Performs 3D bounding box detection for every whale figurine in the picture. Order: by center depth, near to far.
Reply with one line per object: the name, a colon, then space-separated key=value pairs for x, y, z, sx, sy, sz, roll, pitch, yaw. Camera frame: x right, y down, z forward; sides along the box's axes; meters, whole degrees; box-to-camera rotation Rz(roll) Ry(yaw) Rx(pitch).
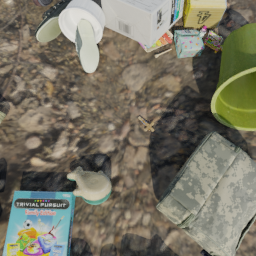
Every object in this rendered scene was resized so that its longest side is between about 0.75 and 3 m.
whale figurine: x=-1.196 y=1.784 z=8.666 sx=1.510 sy=0.784 sz=1.202 roll=24 pitch=43 yaw=32

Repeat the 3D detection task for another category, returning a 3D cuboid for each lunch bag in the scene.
lunch bag: x=2.458 y=1.931 z=7.847 sx=2.378 sy=1.975 sz=2.835 roll=36 pitch=71 yaw=17
lunch bag: x=2.318 y=-3.333 z=10.791 sx=0.941 sy=0.673 sz=1.104 roll=-6 pitch=73 yaw=-8

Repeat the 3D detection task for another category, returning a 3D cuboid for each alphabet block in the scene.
alphabet block: x=2.976 y=-4.862 z=11.065 sx=1.368 sy=1.343 sz=1.336 roll=2 pitch=71 yaw=1

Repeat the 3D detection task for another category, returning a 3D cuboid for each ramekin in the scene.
ramekin: x=-1.678 y=-4.038 z=10.622 sx=1.698 sy=1.698 sz=0.828 roll=13 pitch=60 yaw=5

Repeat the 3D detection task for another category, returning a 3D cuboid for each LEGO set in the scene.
LEGO set: x=3.738 y=-3.433 z=10.839 sx=1.966 sy=0.732 sz=0.904 roll=16 pitch=68 yaw=7

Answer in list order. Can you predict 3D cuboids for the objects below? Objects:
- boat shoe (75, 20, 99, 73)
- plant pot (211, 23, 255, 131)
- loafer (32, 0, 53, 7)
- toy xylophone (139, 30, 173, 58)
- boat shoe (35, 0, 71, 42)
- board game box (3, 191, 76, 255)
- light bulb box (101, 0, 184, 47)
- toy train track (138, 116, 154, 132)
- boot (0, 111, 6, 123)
boat shoe: x=-1.637 y=-3.056 z=10.789 sx=0.771 sy=0.654 sz=2.117 roll=-4 pitch=80 yaw=-32
plant pot: x=4.186 y=-1.901 z=9.293 sx=2.975 sy=2.975 sz=2.826 roll=5 pitch=55 yaw=2
loafer: x=-3.697 y=-6.169 z=12.013 sx=0.892 sy=1.018 sz=2.832 roll=-6 pitch=59 yaw=18
toy xylophone: x=1.153 y=-3.343 z=10.961 sx=1.410 sy=0.354 sz=1.032 roll=-36 pitch=71 yaw=-20
boat shoe: x=-2.962 y=-4.361 z=11.139 sx=0.814 sy=0.917 sz=2.455 roll=31 pitch=68 yaw=12
board game box: x=-2.558 y=3.068 z=8.149 sx=1.780 sy=0.553 sz=2.358 roll=1 pitch=67 yaw=0
light bulb box: x=0.608 y=-4.713 z=10.723 sx=2.328 sy=1.466 sz=2.349 roll=32 pitch=63 yaw=21
toy train track: x=0.634 y=-0.128 z=9.770 sx=0.430 sy=0.122 sz=0.750 roll=-42 pitch=67 yaw=-9
boot: x=-5.317 y=-0.177 z=9.463 sx=1.955 sy=0.705 sz=1.512 roll=18 pitch=69 yaw=2
